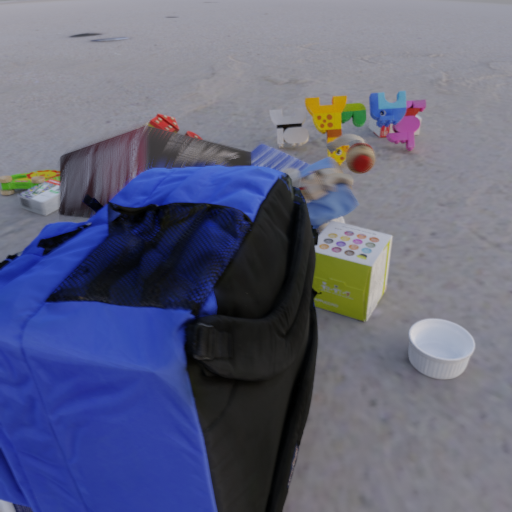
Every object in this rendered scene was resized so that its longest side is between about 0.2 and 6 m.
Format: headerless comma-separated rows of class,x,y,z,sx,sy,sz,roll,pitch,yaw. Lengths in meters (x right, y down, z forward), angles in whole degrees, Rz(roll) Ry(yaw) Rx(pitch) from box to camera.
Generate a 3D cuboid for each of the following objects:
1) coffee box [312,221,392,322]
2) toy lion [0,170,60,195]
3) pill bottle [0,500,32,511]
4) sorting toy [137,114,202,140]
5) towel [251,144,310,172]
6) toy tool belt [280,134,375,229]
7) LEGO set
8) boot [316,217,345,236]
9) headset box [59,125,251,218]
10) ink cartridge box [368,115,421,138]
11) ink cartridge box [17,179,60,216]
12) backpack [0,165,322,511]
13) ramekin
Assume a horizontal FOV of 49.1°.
coffee box,1.679,0.262,10.226,1.216,1.218,1.204,15,36,24
toy lion,-5.795,-1.987,14.630,1.378,0.473,1.321,1,25,2
pill bottle,-2.860,2.921,6.756,0.711,0.426,0.426,-23,39,-33
sorting toy,-2.244,-3.227,15.347,1.723,0.599,1.712,35,23,-8
towel,0.451,-1.607,12.280,2.250,0.268,1.629,31,61,28
toy tool belt,1.277,-1.115,10.420,2.242,1.400,1.378,-29,34,20
LEGO set,2.689,-3.517,16.095,4.599,1.887,1.754,-3,1,5
boot,1.567,-0.803,12.158,0.746,0.970,2.030,5,33,9
headset box,-1.881,-1.432,10.910,2.523,1.273,3.395,4,-5,-45
ink cartridge box,4.464,-4.273,18.054,1.379,0.571,1.012,-5,33,-9
ink cartridge box,-4.970,-1.570,13.909,0.870,0.402,1.598,17,37,25
backpack,-1.153,0.778,7.020,3.887,3.764,4.632,9,34,15
ramekin,2.921,1.499,8.951,1.006,0.490,1.006,0,33,0
